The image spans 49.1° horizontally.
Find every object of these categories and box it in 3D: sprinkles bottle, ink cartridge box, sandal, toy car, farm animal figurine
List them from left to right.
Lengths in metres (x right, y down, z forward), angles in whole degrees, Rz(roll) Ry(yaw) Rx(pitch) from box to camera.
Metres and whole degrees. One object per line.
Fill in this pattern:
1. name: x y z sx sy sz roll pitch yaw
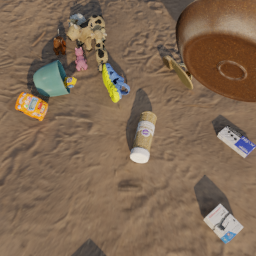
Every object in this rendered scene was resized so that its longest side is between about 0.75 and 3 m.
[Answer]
1. toy car: -2.985 -1.386 10.553 0.853 1.257 2.564 4 53 43
2. farm animal figurine: -1.847 -4.030 12.366 2.940 1.533 2.908 20 58 14
3. sandal: -0.514 -1.886 11.437 0.815 0.744 1.872 -17 65 -15
4. sprinkles bottle: 0.565 0.294 9.921 0.641 0.641 1.879 10 55 7
5. sandal: 2.313 -2.523 11.764 0.695 0.775 2.113 -32 56 -7
6. ink cartridge box: 2.805 2.820 8.292 0.653 0.381 0.904 -35 64 -19
7. ink cartridge box: 3.875 0.462 10.028 0.569 0.267 1.210 -37 63 -22

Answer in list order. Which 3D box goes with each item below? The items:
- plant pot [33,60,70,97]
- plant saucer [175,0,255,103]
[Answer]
1. plant pot: -3.044 -1.864 11.043 1.095 1.365 1.365 -16 56 0
2. plant saucer: 2.133 -1.302 5.540 2.873 2.873 0.526 26 74 17
